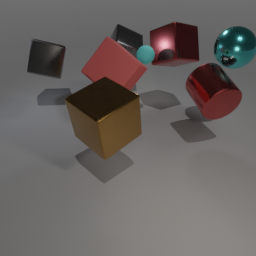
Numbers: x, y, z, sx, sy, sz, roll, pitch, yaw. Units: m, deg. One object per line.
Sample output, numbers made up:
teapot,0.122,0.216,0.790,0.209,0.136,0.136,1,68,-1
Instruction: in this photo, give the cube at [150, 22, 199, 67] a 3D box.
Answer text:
cube,1.873,-3.310,11.308,1.400,1.400,1.400,-7,5,-38

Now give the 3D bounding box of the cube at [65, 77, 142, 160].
cube,-0.617,-0.295,7.562,1.400,1.400,1.400,-35,49,-28

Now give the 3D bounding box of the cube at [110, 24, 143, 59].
cube,-0.202,-3.824,13.526,1.400,1.400,1.400,18,50,-21

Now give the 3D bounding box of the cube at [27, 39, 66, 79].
cube,-3.569,-3.047,12.269,1.400,1.400,1.400,8,14,-19

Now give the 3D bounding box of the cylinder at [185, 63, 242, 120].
cylinder,2.865,-1.235,9.485,1.400,1.400,1.400,-9,50,-15

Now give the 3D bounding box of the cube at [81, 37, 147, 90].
cube,-0.413,-1.942,9.349,1.400,1.400,1.400,42,14,6

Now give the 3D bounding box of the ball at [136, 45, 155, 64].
ball,0.676,-2.816,10.783,0.700,0.700,0.700,0,30,0

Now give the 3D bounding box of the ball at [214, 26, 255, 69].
ball,3.649,-2.727,9.538,1.400,1.400,1.400,0,30,0
